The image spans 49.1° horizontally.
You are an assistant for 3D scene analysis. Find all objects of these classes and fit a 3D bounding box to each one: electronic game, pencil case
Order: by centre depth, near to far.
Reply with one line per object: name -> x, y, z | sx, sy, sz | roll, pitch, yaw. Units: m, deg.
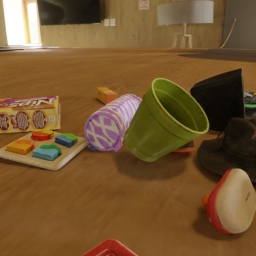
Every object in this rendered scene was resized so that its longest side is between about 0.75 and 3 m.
pencil case -> -0.231, -0.227, 7.669 | 1.072, 1.053, 2.508 | 34, 27, 5
electronic game -> 4.364, -1.031, 10.567 | 2.744, 0.571, 2.744 | 0, 20, 0

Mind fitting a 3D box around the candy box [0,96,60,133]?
candy box -> -3.419, -0.416, 8.597 | 2.599, 0.734, 1.516 | -5, 21, -11

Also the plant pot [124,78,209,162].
plant pot -> 0.686, -0.047, 6.105 | 1.501, 1.446, 1.501 | 27, 37, -22

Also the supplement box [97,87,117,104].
supplement box -> -0.909, -1.356, 11.659 | 0.479, 0.464, 1.393 | -9, 22, -23

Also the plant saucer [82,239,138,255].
plant saucer -> -0.217, 2.072, 1.859 | 2.985, 0.548, 2.979 | -17, 26, -41

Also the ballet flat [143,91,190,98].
ballet flat -> 1.613, -1.312, 11.505 | 2.052, 0.476, 0.691 | 6, 20, 16

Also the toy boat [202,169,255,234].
toy boat -> 1.517, 1.162, 4.433 | 0.750, 0.749, 1.147 | -24, 1, 38

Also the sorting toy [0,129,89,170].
sorting toy -> -2.028, 0.401, 6.857 | 1.893, 0.345, 1.752 | 6, 20, 17

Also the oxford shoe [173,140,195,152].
oxford shoe -> 1.161, 0.008, 7.307 | 0.767, 0.781, 2.154 | -4, 20, -11

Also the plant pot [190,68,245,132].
plant pot -> 2.784, -0.800, 8.606 | 1.491, 1.680, 1.676 | -4, 17, 24

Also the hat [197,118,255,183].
hat -> 2.775, 0.288, 6.097 | 2.569, 1.036, 2.569 | 4, 19, -1
